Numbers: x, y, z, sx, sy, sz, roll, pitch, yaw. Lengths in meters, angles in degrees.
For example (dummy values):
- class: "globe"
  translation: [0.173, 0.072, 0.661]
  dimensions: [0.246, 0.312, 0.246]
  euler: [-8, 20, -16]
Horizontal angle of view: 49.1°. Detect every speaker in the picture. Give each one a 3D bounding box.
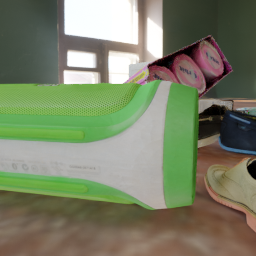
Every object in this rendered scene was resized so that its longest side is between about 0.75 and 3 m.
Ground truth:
- class: "speaker"
  translation: [-0.771, 0.115, 2.952]
  dimensions: [2.905, 1.285, 1.285]
  euler: [2, 8, 15]

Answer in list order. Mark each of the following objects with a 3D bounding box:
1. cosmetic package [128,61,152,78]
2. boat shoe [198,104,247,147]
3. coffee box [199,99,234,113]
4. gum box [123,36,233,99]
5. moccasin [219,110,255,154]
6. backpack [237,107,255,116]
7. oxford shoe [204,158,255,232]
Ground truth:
- class: "cosmetic package"
  translation: [1.305, -1.703, 12.456]
  dimensions: [1.921, 2.296, 1.910]
  euler: [5, 8, 39]
- class: "boat shoe"
  translation: [1.861, -0.173, 6.003]
  dimensions: [2.213, 0.668, 0.817]
  euler: [-17, 12, -33]
- class: "coffee box"
  translation: [3.239, -0.796, 11.588]
  dimensions: [1.940, 0.773, 1.109]
  euler: [1, 8, 8]
- class: "gum box"
  translation: [0.710, -0.757, 5.576]
  dimensions: [1.647, 0.959, 2.901]
  euler: [-31, 3, 44]
- class: "moccasin"
  translation: [2.785, 0.076, 4.710]
  dimensions: [2.455, 0.837, 0.988]
  euler: [4, 8, 26]
- class: "backpack"
  translation: [3.290, -0.181, 7.387]
  dimensions: [0.971, 0.731, 0.862]
  euler: [7, 9, 12]
- class: "oxford shoe"
  translation: [1.151, 0.508, 2.613]
  dimensions: [0.509, 0.531, 1.439]
  euler: [-1, 8, -11]
